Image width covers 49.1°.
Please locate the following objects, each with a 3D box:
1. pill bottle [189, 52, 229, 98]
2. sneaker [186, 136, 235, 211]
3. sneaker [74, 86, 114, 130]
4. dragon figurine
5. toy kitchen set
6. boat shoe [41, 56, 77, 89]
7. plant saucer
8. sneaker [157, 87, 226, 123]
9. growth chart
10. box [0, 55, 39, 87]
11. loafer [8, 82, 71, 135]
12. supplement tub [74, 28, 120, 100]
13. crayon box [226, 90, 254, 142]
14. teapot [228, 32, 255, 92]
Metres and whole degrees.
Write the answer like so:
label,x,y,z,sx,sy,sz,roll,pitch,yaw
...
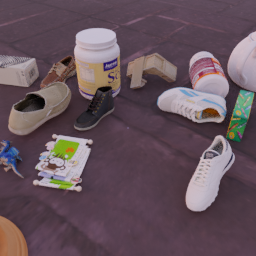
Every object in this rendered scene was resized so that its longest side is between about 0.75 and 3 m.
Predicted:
label,x,y,z,sx,sy,sz,roll,pitch,yaw
pill bottle,2.964,-1.958,10.561,1.207,1.207,2.203,2,40,2
sneaker,1.932,1.093,6.899,0.748,0.789,1.959,16,63,37
sneaker,-1.153,-0.703,9.265,0.665,0.944,1.777,24,46,26
dragon figurine,-3.258,0.817,7.866,1.448,0.426,0.720,23,45,26
toy kitchen set,0.888,-1.985,11.220,1.518,1.369,1.238,-5,70,47
boat shoe,-2.809,-2.251,11.239,0.810,0.768,2.140,14,42,16
plant saucer,-3.365,2.772,5.506,2.614,0.489,2.614,0,41,0
sneaker,2.110,-0.731,9.366,2.303,0.881,0.930,6,40,10
growth chart,-1.836,0.918,7.952,1.513,0.185,2.091,3,40,5
box,-4.964,-2.354,11.312,2.435,0.832,1.000,7,40,9
loafer,-2.723,-0.798,8.999,0.987,0.891,2.608,27,47,10
supplement tub,-1.080,-2.282,10.153,1.605,2.208,1.605,0,40,0
crayon box,3.587,-0.414,8.933,0.457,0.932,1.569,17,43,20
teapot,5.391,-2.841,10.863,2.919,2.160,2.957,3,41,4
